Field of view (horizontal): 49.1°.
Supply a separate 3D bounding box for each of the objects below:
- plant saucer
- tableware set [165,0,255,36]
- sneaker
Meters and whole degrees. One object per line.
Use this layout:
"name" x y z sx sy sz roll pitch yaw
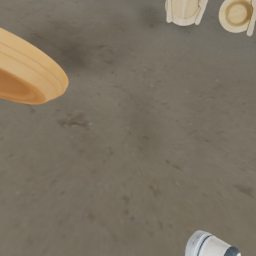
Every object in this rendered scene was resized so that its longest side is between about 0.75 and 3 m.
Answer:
"plant saucer" -2.559 -1.103 5.264 2.823 2.823 0.528 13 77 12
"tableware set" 2.443 -3.819 7.351 2.939 2.455 0.341 17 19 12
"sneaker" 0.920 1.653 2.688 0.509 1.393 0.493 -33 25 -31
